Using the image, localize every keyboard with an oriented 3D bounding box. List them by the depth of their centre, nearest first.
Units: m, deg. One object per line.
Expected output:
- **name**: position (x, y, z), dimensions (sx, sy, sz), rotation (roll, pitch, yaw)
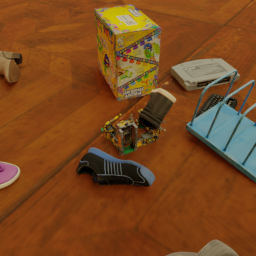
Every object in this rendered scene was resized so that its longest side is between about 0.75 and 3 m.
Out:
- **keyboard**: position (2.881, -0.407, 8.855), dimensions (1.323, 0.283, 2.204), rotation (22, 46, 24)

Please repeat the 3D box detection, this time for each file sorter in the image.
- **file sorter**: position (3.163, -0.152, 7.331), dimensions (1.739, 1.537, 2.506), rotation (-29, 56, -31)

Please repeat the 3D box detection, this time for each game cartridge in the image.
- **game cartridge**: position (2.897, -2.121, 10.784), dimensions (2.279, 0.461, 1.519), rotation (-12, 45, -14)

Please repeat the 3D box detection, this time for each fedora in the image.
- **fedora**: position (0.782, 2.729, 4.077), dimensions (1.115, 2.184, 2.469), rotation (-2, 20, 45)

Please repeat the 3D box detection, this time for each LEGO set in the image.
- **LEGO set**: position (0.133, -0.091, 7.906), dimensions (1.716, 0.994, 1.320), rotation (-13, 42, -15)

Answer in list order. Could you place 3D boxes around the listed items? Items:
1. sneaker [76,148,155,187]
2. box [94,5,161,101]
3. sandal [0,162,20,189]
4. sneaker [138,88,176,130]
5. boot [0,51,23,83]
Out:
- **sneaker**: position (-0.337, 1.130, 6.798), dimensions (1.928, 0.676, 0.751), rotation (17, 52, 23)
- **box**: position (-0.094, -2.710, 9.914), dimensions (1.519, 2.398, 2.490), rotation (-13, 43, -15)
- **sandal**: position (-3.876, 1.037, 6.897), dimensions (2.319, 0.570, 0.944), rotation (4, 40, 4)
- **sneaker**: position (0.534, -0.376, 5.931), dimensions (0.547, 0.768, 1.548), rotation (37, 2, -1)
- **boot**: position (-5.020, -2.306, 10.850), dimensions (1.576, 0.757, 2.156), rotation (-8, 39, 0)
